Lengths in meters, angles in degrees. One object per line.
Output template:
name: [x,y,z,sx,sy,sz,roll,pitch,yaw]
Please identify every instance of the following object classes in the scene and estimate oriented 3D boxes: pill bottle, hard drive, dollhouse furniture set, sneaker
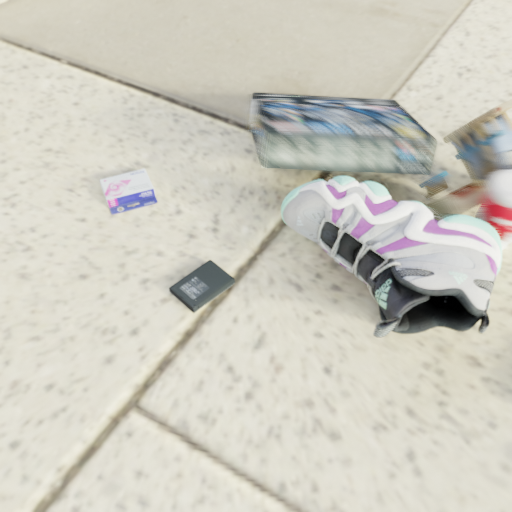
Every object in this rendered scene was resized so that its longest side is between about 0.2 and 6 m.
pill bottle: [3.961,-0.676,8.981,0.743,1.324,0.743,0,52,0]
hard drive: [-0.842,0.460,8.770,0.859,0.141,0.600,-36,57,-29]
dollhouse furniture set: [3.686,-1.580,9.480,1.871,1.311,1.319,-26,88,-24]
sneaker: [1.784,0.172,8.211,3.474,1.350,2.430,14,48,13]

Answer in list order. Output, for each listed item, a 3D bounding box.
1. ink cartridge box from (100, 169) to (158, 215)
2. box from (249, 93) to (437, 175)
ink cartridge box: [-2.338,-1.191,10.269,0.876,0.193,0.893,-17,48,-16]
box: [1.470,-2.327,10.390,3.007,0.692,2.390,1,31,-8]
